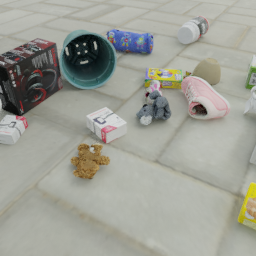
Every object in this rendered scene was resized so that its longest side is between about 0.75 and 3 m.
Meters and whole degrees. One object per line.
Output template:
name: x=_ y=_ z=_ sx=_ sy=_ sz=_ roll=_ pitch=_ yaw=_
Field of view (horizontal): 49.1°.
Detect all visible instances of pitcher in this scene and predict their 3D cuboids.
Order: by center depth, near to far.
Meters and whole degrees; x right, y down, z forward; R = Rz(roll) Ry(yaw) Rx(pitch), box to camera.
pitcher: x=4.938 y=-0.835 z=9.577 sx=1.603 sy=1.375 sz=0.972 roll=15 pitch=62 yaw=19

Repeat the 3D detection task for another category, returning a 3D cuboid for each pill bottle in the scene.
pill bottle: x=3.612 y=-5.417 z=15.537 sx=1.117 sy=1.117 sz=1.962 roll=24 pitch=45 yaw=27

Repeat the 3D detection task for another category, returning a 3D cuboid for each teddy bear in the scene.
teddy bear: x=-1.120 y=0.943 z=8.115 sx=1.149 sy=0.529 sz=1.585 roll=-7 pitch=31 yaw=-20

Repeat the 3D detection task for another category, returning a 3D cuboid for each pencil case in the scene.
pencil case: x=0.115 y=-4.479 z=14.407 sx=2.464 sy=1.070 sz=0.961 roll=11 pitch=9 yaw=12

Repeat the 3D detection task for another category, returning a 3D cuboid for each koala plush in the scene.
koala plush: x=0.841 y=-0.559 z=9.752 sx=1.119 sy=1.028 sz=0.992 roll=-28 pitch=32 yaw=-3

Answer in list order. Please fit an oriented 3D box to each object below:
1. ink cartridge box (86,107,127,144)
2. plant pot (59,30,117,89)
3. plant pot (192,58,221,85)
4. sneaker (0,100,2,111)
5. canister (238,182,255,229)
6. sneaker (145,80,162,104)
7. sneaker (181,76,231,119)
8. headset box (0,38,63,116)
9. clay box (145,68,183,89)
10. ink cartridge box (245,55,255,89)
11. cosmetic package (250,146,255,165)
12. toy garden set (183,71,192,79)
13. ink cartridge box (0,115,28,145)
ink cartridge box: x=-0.730 y=-0.116 z=9.355 sx=0.854 sy=0.497 sz=1.180 roll=-27 pitch=46 yaw=-30
plant pot: x=-1.838 y=-3.143 z=11.961 sx=2.286 sy=2.286 sz=2.239 roll=-10 pitch=32 yaw=-12
plant pot: x=3.468 y=-2.525 z=12.006 sx=1.213 sy=0.815 sz=1.213 roll=7 pitch=40 yaw=-6
sneaker: x=-4.943 y=-0.366 z=8.728 sx=2.130 sy=0.902 sz=0.776 roll=-27 pitch=77 yaw=16
canister: x=3.522 y=2.031 z=6.525 sx=1.592 sy=0.689 sz=1.183 roll=19 pitch=42 yaw=25
sneaker: x=0.950 y=-1.433 z=10.963 sx=0.610 sy=0.562 sz=1.382 roll=0 pitch=38 yaw=-3
sneaker: x=2.500 y=-1.123 z=10.294 sx=1.229 sy=0.885 sz=2.352 roll=-17 pitch=45 yaw=-28
headset box: x=-3.613 y=-2.023 z=10.544 sx=1.009 sy=1.999 sz=2.690 roll=20 pitch=42 yaw=22
clay box: x=1.644 y=-2.120 z=11.926 sx=1.808 sy=0.430 sz=1.039 roll=3 pitch=39 yaw=5
ink cartridge box: x=6.230 y=-2.557 z=12.028 sx=1.935 sy=0.992 sz=2.618 roll=14 pitch=42 yaw=17
cosmetic package: x=4.623 y=0.375 z=8.524 sx=1.093 sy=0.768 sz=2.155 roll=22 pitch=43 yaw=26
toy garden set: x=2.735 y=-2.177 z=12.214 sx=0.725 sy=0.174 sz=0.870 roll=25 pitch=45 yaw=22
ink cartridge box: x=-3.880 y=0.044 z=9.221 sx=0.719 sy=0.413 sz=0.991 roll=7 pitch=39 yaw=8
